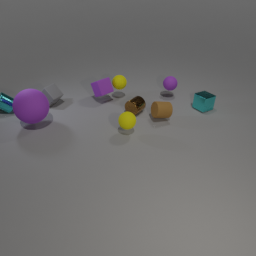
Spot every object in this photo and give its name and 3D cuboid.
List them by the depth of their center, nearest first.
[{"bbox_3d":[-0.030,-0.286,10.901,0.700,0.700,0.700,0,33,0],"label":"ball"},{"bbox_3d":[-3.883,-0.871,11.247,1.400,1.400,1.400,0,33,0],"label":"ball"},{"bbox_3d":[1.429,-0.777,11.910,0.700,0.700,0.700,0,31,-23],"label":"cylinder"},{"bbox_3d":[-5.469,-1.128,12.457,0.700,0.700,0.700,31,14,-36],"label":"cylinder"},{"bbox_3d":[0.325,-0.998,12.549,0.700,0.700,0.700,21,38,30],"label":"cylinder"},{"bbox_3d":[3.483,-1.222,12.844,0.700,0.700,0.700,-17,36,-31],"label":"cube"},{"bbox_3d":[-3.603,-1.528,13.075,0.700,0.700,0.700,50,38,-4],"label":"cube"},{"bbox_3d":[-1.220,-1.922,13.222,0.700,0.700,0.700,-26,14,-31],"label":"cube"},{"bbox_3d":[-0.412,-2.189,13.431,0.700,0.700,0.700,0,33,0],"label":"ball"},{"bbox_3d":[2.056,-2.171,13.631,0.700,0.700,0.700,0,33,0],"label":"ball"}]
